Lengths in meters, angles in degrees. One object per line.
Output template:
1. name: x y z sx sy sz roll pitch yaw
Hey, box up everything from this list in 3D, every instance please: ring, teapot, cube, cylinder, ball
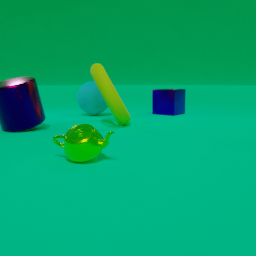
1. ring: -0.533 -1.035 8.669 0.417 2.084 2.084 -29 10 2
2. teapot: -0.744 0.211 4.776 1.144 0.560 0.711 -2 40 13
3. cube: 1.697 -1.097 11.613 1.024 1.024 1.024 7 12 37
4. cylinder: -3.047 -0.682 7.784 1.231 1.231 1.231 -7 22 3
5. ball: -1.351 -1.184 11.061 1.313 1.313 1.313 0 10 0
